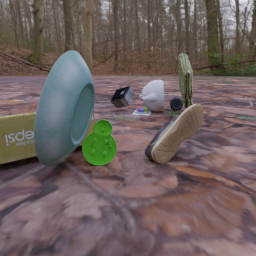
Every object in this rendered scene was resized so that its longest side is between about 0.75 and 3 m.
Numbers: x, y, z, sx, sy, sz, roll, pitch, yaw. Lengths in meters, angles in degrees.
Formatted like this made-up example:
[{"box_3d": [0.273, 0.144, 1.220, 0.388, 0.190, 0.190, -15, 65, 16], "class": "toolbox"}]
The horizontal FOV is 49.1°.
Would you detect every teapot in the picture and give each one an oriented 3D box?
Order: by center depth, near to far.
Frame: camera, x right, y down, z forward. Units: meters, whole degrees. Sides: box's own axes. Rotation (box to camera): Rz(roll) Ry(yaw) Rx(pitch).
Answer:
[{"box_3d": [0.903, -1.214, 10.605, 0.935, 1.263, 1.280, -3, -31, 8], "class": "teapot"}]

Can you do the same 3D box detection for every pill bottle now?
[{"box_3d": [1.574, -0.778, 9.077, 0.438, 0.438, 0.784, 2, 4, 11], "class": "pill bottle"}]

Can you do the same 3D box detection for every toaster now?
[{"box_3d": [-0.213, -1.175, 10.844, 0.733, 0.481, 0.811, -12, 40, 38], "class": "toaster"}]

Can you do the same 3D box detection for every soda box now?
[{"box_3d": [-1.873, 0.102, 5.476, 2.516, 0.805, 0.852, -13, 10, -42], "class": "soda box"}]

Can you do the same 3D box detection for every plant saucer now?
[{"box_3d": [-0.913, -0.273, 4.713, 0.380, 1.974, 1.974, 14, 15, 7], "class": "plant saucer"}]

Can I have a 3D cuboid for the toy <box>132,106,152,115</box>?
[{"box_3d": [0.548, -0.689, 10.475, 0.622, 0.255, 1.080, 2, 13, 10], "class": "toy"}]

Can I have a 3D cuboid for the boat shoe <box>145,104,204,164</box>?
[{"box_3d": [0.894, 0.053, 5.447, 1.547, 0.556, 0.501, -46, 32, -23], "class": "boat shoe"}]

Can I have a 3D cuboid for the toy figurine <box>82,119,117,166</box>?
[{"box_3d": [-0.579, 0.259, 5.359, 0.626, 0.833, 0.767, 9, -2, -14], "class": "toy figurine"}]

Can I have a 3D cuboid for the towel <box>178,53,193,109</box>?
[{"box_3d": [2.153, -1.770, 10.389, 0.375, 1.525, 2.055, -4, 33, 5], "class": "towel"}]
